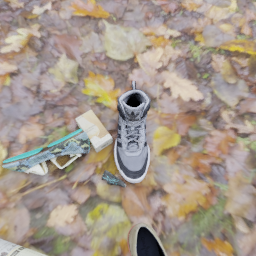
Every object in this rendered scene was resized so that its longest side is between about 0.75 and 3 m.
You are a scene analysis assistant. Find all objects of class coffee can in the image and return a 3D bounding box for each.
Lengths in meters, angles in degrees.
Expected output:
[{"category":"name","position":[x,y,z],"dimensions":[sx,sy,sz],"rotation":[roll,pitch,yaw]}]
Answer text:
[{"category":"coffee can","position":[-2.738,3.384,5.952],"dimensions":[2.446,1.790,1.790],"rotation":[16,67,7]}]

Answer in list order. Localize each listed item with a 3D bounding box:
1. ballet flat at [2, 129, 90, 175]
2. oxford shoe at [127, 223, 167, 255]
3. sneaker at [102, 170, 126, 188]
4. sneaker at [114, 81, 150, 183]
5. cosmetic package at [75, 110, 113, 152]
[{"category":"ballet flat","position":[-2.176,0.833,7.671],"dimensions":[2.432,0.903,0.903],"rotation":[-22,67,0]},{"category":"oxford shoe","position":[0.670,3.557,6.278],"dimensions":[1.008,1.070,2.862],"rotation":[-22,68,-10]},{"category":"sneaker","position":[-0.391,1.462,7.697],"dimensions":[0.752,0.283,0.298],"rotation":[29,78,21]},{"category":"sneaker","position":[0.107,0.051,7.608],"dimensions":[1.008,1.521,2.672],"rotation":[-1,66,0]},{"category":"cosmetic package","position":[-0.993,0.079,8.213],"dimensions":[0.595,0.402,1.130],"rotation":[-34,70,-14]}]
